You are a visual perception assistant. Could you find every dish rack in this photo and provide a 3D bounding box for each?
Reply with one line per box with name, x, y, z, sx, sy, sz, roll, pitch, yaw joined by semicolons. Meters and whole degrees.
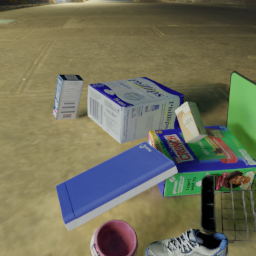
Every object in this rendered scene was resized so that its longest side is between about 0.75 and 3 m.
dish rack;2.305;1.530;5.285;1.782;0.486;1.367;-3;37;18

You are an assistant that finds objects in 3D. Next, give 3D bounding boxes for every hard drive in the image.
hard drive;-0.314;1.054;5.724;2.247;0.285;1.482;-26;21;-12

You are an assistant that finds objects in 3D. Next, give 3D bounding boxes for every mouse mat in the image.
mouse mat;3.215;-0.095;7.034;0.098;2.093;2.601;-13;32;-9

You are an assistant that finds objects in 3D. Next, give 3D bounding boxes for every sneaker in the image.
sneaker;0.972;1.895;4.563;1.381;0.588;0.532;-2;31;-6

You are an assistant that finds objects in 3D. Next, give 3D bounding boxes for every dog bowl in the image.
dog bowl;-0.218;1.989;4.867;0.864;0.319;0.864;6;48;-7

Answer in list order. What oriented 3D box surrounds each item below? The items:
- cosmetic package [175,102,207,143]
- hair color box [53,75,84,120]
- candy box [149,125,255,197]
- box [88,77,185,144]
cosmetic package;1.474;-0.130;6.584;0.313;0.464;0.882;4;59;-35
hair color box;-1.958;-0.987;9.077;0.729;1.458;0.441;-6;38;-34
candy box;1.677;0.731;6.840;2.128;0.820;1.799;-5;31;-6
box;0.200;-0.681;8.803;2.271;1.191;2.088;-13;32;-31
